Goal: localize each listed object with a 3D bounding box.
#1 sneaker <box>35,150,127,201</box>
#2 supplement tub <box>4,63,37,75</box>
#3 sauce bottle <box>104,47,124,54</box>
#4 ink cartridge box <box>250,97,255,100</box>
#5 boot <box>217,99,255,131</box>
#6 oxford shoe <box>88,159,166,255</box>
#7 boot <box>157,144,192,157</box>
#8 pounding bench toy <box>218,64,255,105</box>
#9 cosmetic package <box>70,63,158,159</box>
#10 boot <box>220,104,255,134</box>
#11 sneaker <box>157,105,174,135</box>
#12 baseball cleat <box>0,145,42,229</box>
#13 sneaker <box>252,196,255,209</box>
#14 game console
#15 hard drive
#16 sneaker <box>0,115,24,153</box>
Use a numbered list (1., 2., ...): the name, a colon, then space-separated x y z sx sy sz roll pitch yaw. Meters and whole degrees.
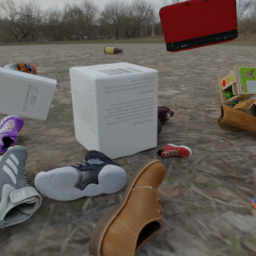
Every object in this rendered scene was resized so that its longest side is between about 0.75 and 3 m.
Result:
1. sneaker: -1.136 1.074 6.667 2.051 0.774 1.167 0 20 -17
2. supplement tub: -6.978 -3.616 18.206 1.131 1.131 1.846 17 28 37
3. sauce bottle: -1.669 -9.035 32.755 2.323 0.752 0.752 10 23 22
4. ink cartridge box: 6.098 -0.984 12.326 0.797 0.461 1.371 -5 22 -13
5. boot: 4.261 -0.536 10.871 2.223 0.819 1.720 -17 8 -2
6. oxford shoe: 0.315 1.533 5.379 0.915 0.915 2.566 13 36 22
7. boot: 1.328 0.732 8.130 0.902 0.327 0.651 9 22 43
8. pounding bench toy: 5.214 -1.569 12.848 1.355 2.181 1.702 -3 -11 -11
9. cosmetic package: -0.437 -0.605 8.592 2.009 2.438 2.011 -12 24 -28
10. boot: 4.264 -0.320 9.848 2.106 0.721 1.983 20 38 11
11. sneaker: 1.132 -0.435 10.292 1.469 0.963 2.544 -3 20 -14
12. baseball cleat: -2.484 1.286 6.216 1.401 0.918 2.633 13 26 -2
13. sneaker: 3.041 1.616 5.764 0.913 0.358 0.344 16 27 36
14. game console: 2.697 -3.888 10.630 2.612 1.550 2.251 -6 11 18
15. hard drive: -2.694 -0.796 6.471 1.800 1.187 0.240 10 40 -25
16. sneaker: -3.804 0.250 8.876 0.867 0.788 1.960 11 27 9
